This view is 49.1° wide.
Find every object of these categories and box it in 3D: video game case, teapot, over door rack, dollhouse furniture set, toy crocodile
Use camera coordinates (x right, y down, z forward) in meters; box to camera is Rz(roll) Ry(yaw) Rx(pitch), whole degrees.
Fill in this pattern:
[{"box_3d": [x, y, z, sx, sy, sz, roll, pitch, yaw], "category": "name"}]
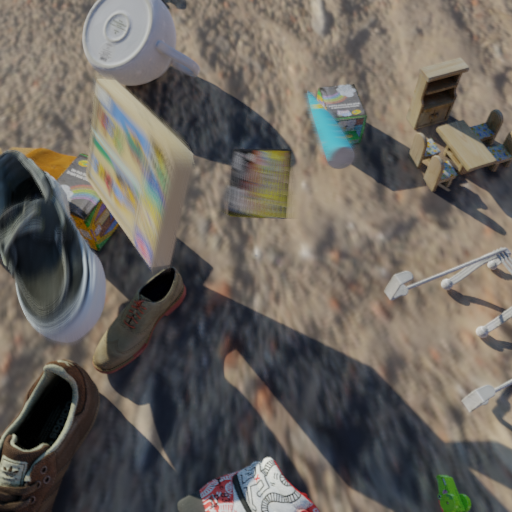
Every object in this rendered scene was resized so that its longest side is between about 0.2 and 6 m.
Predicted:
[{"box_3d": [0.040, -0.990, 7.662, 0.847, 0.120, 0.937, 5, 90, 26], "category": "video game case"}, {"box_3d": [-2.395, -4.376, 11.613, 2.060, 1.524, 2.087, -21, 75, 21], "category": "teapot"}, {"box_3d": [3.351, 1.023, 8.324, 2.776, 0.925, 2.051, -11, 56, -32], "category": "over door rack"}, {"box_3d": [3.753, -2.487, 10.464, 1.717, 1.302, 1.959, -18, 59, -11], "category": "dollhouse furniture set"}, {"box_3d": [2.631, 3.456, 7.272, 0.403, 0.368, 1.193, 15, 46, -40], "category": "toy crocodile"}]

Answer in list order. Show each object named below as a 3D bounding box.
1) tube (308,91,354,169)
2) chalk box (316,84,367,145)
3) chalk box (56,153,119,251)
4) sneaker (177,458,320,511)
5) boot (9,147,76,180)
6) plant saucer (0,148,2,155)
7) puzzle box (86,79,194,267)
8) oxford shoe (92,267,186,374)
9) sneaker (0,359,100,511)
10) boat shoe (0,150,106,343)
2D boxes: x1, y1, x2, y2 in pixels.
[{"box_3d": [1.006, -1.754, 7.779, 0.354, 0.544, 1.404, -30, 43, 17], "category": "tube"}, {"box_3d": [1.660, -2.627, 10.893, 0.755, 0.751, 1.214, -7, 59, -6], "category": "chalk box"}, {"box_3d": [-2.802, -1.065, 9.778, 0.967, 0.962, 1.555, 22, 59, 15], "category": "chalk box"}, {"box_3d": [0.322, 3.880, 6.611, 1.558, 0.971, 2.907, -25, 58, -12], "category": "sneaker"}, {"box_3d": [-4.050, -1.177, 9.974, 1.479, 0.727, 2.066, 11, 54, 8], "category": "boot"}, {"box_3d": [-5.540, -1.595, 10.497, 1.653, 0.293, 1.653, 0, 58, 0], "category": "plant saucer"}, {"box_3d": [-1.781, -1.248, 8.022, 0.326, 1.707, 2.566, -9, 39, -35], "category": "puzzle box"}, {"box_3d": [-1.857, 0.919, 8.640, 0.685, 0.727, 1.945, 27, 62, 16], "category": "oxford shoe"}, {"box_3d": [-3.085, 2.909, 7.038, 1.210, 1.297, 3.435, 10, 58, 7], "category": "sneaker"}, {"box_3d": [-3.107, -0.228, 7.725, 1.205, 1.185, 3.342, -37, 51, 0], "category": "boat shoe"}]
